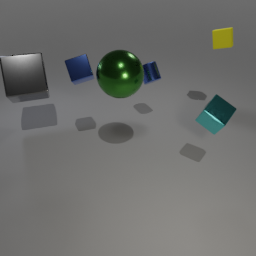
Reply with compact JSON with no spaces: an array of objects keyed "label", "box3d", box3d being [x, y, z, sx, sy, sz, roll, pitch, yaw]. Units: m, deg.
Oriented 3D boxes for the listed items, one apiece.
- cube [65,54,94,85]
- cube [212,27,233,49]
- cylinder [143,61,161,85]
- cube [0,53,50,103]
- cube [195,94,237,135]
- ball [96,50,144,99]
[{"label":"cube","box3d":[-1.521,-1.838,8.889,0.700,0.700,0.700,-18,2,-3]},{"label":"cube","box3d":[3.703,-3.495,10.916,0.700,0.700,0.700,0,20,25]},{"label":"cylinder","box3d":[0.850,-2.110,10.783,0.700,0.700,0.700,-19,2,1]},{"label":"cube","box3d":[-3.676,-1.774,10.126,1.400,1.400,1.400,-10,0,-15]},{"label":"cube","box3d":[2.463,-0.372,7.896,0.700,0.700,0.700,38,68,8]},{"label":"ball","box3d":[-0.227,-1.564,8.180,1.400,1.400,1.400,0,31,0]}]
